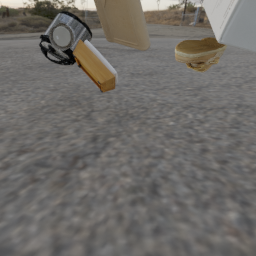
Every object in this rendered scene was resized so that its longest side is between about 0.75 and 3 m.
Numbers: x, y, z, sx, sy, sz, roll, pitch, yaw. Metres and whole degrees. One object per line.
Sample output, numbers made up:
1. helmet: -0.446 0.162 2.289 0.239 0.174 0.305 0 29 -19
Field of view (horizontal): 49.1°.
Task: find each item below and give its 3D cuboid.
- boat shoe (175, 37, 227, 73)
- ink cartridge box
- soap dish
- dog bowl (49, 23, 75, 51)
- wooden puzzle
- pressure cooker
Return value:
1. boat shoe: 1.359 -1.299 5.160 0.598 0.561 1.622 30 35 30
2. ink cartridge box: 2.025 -1.966 3.994 1.688 0.969 2.325 12 43 -8
3. soap dish: -0.928 -1.708 7.998 0.575 1.416 1.114 -42 -5 -7
4. dog bowl: -1.974 -2.778 8.505 0.812 0.812 0.238 6 23 14
5. wooden puzzle: -0.271 -4.224 10.259 0.502 2.496 2.699 -34 36 -21
6. pressure cooker: -2.259 -3.041 9.906 1.486 1.664 1.463 37 -13 -33
